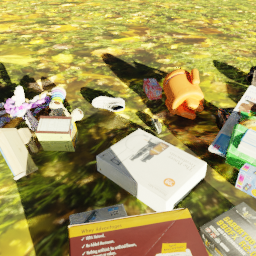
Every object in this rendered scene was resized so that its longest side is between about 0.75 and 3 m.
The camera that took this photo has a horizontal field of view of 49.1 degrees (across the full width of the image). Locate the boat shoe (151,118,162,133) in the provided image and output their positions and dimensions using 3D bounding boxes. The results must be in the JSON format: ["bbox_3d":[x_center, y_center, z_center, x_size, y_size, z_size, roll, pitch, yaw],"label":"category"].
[{"bbox_3d":[1.084,-0.111,10.253,0.275,0.326,0.915,-9,32,-6],"label":"boat shoe"}]

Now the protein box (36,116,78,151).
[{"bbox_3d":[-2.247,0.191,9.013,1.040,1.032,0.701,2,55,2],"label":"protein box"}]

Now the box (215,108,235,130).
[{"bbox_3d":[3.886,-0.259,10.140,1.112,0.691,0.826,-2,35,-4],"label":"box"}]

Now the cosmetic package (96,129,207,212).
[{"bbox_3d":[0.642,1.129,8.121,2.557,0.661,1.928,27,45,34],"label":"cosmetic package"}]

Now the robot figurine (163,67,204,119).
[{"bbox_3d":[2.130,-1.396,10.848,1.302,1.606,2.232,-14,51,-3],"label":"robot figurine"}]

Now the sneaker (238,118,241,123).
[{"bbox_3d":[4.294,0.243,9.092,1.044,0.601,2.002,-13,64,-3],"label":"sneaker"}]

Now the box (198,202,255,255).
[{"bbox_3d":[2.687,2.621,6.042,1.473,0.449,1.859,-18,38,-25],"label":"box"}]

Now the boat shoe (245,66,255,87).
[{"bbox_3d":[6.103,-2.544,13.584,0.687,0.698,1.874,5,33,7],"label":"boat shoe"}]

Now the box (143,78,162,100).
[{"bbox_3d":[1.089,-1.762,12.537,0.577,0.532,1.124,-7,34,-11],"label":"box"}]

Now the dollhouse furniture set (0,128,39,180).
[{"bbox_3d":[-3.935,1.119,8.243,2.149,1.402,2.029,-28,-1,3],"label":"dollhouse furniture set"}]

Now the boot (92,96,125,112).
[{"bbox_3d":[-0.787,-0.958,11.364,1.336,0.491,0.639,-3,28,-6],"label":"boot"}]

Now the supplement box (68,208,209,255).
[{"bbox_3d":[0.237,2.878,4.666,2.286,1.539,2.318,-6,34,-9],"label":"supplement box"}]

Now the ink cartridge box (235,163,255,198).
[{"bbox_3d":[3.504,1.498,7.479,1.060,0.723,0.404,26,44,34],"label":"ink cartridge box"}]

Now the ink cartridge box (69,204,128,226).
[{"bbox_3d":[-0.608,2.417,6.494,1.357,0.303,1.196,-9,34,-13],"label":"ink cartridge box"}]

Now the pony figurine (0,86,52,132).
[{"bbox_3d":[-3.933,-0.685,10.187,2.212,1.842,2.136,-17,25,2],"label":"pony figurine"}]

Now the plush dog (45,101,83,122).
[{"bbox_3d":[-2.480,-0.435,10.403,1.311,1.052,1.126,20,7,-31],"label":"plush dog"}]

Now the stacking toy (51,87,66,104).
[{"bbox_3d":[-2.897,-1.048,11.530,0.637,0.637,1.493,-4,41,-7],"label":"stacking toy"}]

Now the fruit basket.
[{"bbox_3d":[4.201,0.108,8.207,2.603,1.317,2.810,30,76,29],"label":"fruit basket"}]
